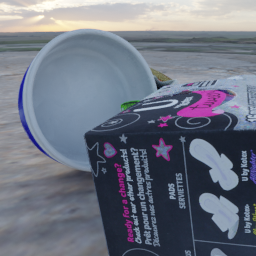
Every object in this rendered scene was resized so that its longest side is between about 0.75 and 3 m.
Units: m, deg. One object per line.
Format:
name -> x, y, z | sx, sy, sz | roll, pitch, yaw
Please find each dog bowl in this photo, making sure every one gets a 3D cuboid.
dog bowl -> -0.738, -0.492, 5.464 | 2.591, 2.591, 1.020 | -12, 5, -30

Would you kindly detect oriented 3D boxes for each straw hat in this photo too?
straw hat -> 1.205, -1.886, 11.723 | 1.805, 0.764, 1.805 | 30, 7, -4

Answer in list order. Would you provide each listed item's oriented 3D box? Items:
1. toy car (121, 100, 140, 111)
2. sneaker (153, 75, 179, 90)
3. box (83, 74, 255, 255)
toy car -> 0.616, 0.000, 5.616 | 2.264, 0.505, 2.130 | -8, -19, 37
sneaker -> 1.403, -0.824, 8.115 | 2.221, 1.104, 0.865 | 23, 46, 8
box -> 0.929, 0.447, 3.639 | 1.648, 1.898, 2.873 | -4, 15, 23
